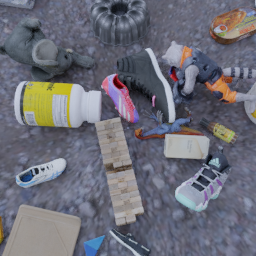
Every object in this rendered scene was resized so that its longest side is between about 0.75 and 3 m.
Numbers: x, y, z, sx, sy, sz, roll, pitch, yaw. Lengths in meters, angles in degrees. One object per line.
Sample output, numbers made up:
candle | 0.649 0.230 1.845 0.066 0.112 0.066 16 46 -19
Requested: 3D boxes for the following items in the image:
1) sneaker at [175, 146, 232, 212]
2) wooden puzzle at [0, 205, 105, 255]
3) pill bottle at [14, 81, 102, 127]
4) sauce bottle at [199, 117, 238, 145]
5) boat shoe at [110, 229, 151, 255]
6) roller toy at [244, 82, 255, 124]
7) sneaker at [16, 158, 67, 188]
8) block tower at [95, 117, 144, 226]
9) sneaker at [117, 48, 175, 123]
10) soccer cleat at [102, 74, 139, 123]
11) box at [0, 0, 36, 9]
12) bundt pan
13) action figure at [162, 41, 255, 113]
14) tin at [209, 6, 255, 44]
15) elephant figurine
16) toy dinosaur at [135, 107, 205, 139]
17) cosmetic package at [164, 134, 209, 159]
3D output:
sneaker | 1.907 1.084 6.687 0.790 2.031 1.421 30 108 26
wooden puzzle | -2.209 2.988 7.004 2.930 0.343 1.977 17 72 8
pill bottle | -1.926 -0.653 8.050 2.261 1.259 1.259 4 66 -2
sauce bottle | 2.645 0.067 8.250 1.147 0.371 0.371 30 69 12
boat shoe | 0.054 2.849 7.014 1.129 0.427 0.341 38 72 3
roller toy | 4.365 -0.848 8.171 1.767 1.235 1.612 5 66 2
sneaker | -2.356 1.215 7.670 1.401 0.508 0.504 -24 67 -11
block tower | -0.243 1.140 7.565 0.746 0.799 2.762 -12 68 -5
sneaker | 0.440 -1.186 8.492 1.376 0.981 2.775 -15 61 -7
soccer cleat | -0.127 -0.832 8.139 1.586 0.607 0.529 53 43 -11
box | -4.619 -5.532 10.135 2.454 1.408 1.622 9 67 4
bundt pan | -0.281 -3.976 9.777 2.239 0.840 2.239 0 66 -1
action figure | 2.362 -1.815 8.256 2.762 1.494 2.855 21 48 -10
tin | 3.806 -3.606 9.868 1.965 0.411 1.100 -23 64 -10
elephant figurine | -2.534 -2.221 8.750 2.269 1.605 1.760 43 101 1
toy dinosaur | 1.106 0.063 8.040 1.666 0.964 1.836 -36 80 3
cosmetic package | 1.626 0.520 7.853 1.164 0.425 0.603 2 101 -1
